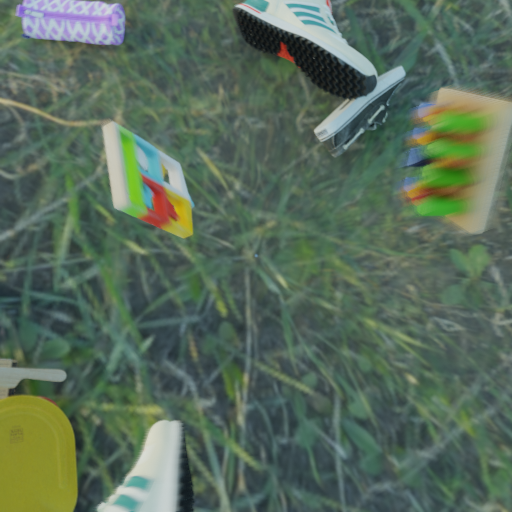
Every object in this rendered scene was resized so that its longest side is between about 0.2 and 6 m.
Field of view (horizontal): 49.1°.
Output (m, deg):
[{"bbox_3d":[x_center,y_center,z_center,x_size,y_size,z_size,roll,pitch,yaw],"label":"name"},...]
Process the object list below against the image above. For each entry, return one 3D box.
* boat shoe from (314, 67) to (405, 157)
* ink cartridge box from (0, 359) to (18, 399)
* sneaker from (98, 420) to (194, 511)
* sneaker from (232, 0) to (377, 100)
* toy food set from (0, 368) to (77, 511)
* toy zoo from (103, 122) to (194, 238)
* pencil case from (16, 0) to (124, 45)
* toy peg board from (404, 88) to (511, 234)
[{"bbox_3d":[1.890,-2.500,9.721,2.040,0.721,0.650,-42,106,-13],"label":"boat shoe"},{"bbox_3d":[-4.258,1.962,8.953,0.754,0.283,0.621,2,77,1],"label":"ink cartridge box"},{"bbox_3d":[-1.494,2.950,6.033,1.482,3.171,1.116,-5,115,-2],"label":"sneaker"},{"bbox_3d":[1.044,-3.886,9.567,3.005,1.058,1.405,37,78,24],"label":"sneaker"},{"bbox_3d":[-3.629,3.016,8.529,1.612,0.895,2.740,0,79,-25],"label":"toy food set"},{"bbox_3d":[-1.352,-0.939,7.613,0.183,1.791,1.175,-20,69,21],"label":"toy zoo"},{"bbox_3d":[-3.262,-4.210,9.977,1.803,0.771,0.757,4,91,0],"label":"pencil case"},{"bbox_3d":[2.122,-1.165,6.524,0.699,1.424,1.430,1,112,-12],"label":"toy peg board"}]
